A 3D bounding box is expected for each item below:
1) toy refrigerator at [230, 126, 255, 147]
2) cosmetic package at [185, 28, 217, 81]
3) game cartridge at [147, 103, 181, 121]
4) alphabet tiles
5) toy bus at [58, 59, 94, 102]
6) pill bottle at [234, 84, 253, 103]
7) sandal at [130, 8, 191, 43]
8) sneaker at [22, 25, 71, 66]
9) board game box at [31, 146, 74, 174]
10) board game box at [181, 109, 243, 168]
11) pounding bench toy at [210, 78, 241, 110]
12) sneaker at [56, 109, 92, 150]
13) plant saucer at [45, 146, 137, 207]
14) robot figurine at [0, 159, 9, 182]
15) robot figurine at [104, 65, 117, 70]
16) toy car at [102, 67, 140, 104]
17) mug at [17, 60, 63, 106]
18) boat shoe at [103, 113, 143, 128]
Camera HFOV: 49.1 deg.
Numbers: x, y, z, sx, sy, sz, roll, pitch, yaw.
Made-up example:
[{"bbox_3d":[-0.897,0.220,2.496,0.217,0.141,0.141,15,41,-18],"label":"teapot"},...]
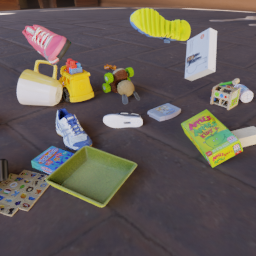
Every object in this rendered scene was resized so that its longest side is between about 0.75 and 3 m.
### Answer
[{"bbox_3d":[4.327,0.410,10.725,1.473,0.515,0.559,-13,34,-14],"label":"toy refrigerator"},{"bbox_3d":[1.537,-1.539,5.936,0.237,0.917,0.692,14,-15,-30],"label":"cosmetic package"},{"bbox_3d":[1.726,-0.736,12.948,1.422,0.295,0.947,-23,33,-34],"label":"game cartridge"},{"bbox_3d":[-3.350,1.925,8.570,1.516,0.058,1.822,10,31,15],"label":"alphabet tiles"},{"bbox_3d":[-2.843,-2.563,14.300,1.469,2.078,2.164,-21,35,-29],"label":"toy bus"},{"bbox_3d":[5.881,-1.826,14.413,0.654,0.654,1.202,-2,30,-3],"label":"pill bottle"},{"bbox_3d":[1.131,-3.791,10.753,2.496,0.992,1.087,10,-2,-28],"label":"sandal"},{"bbox_3d":[-3.026,-3.044,9.918,1.205,1.024,2.778,34,-2,-41],"label":"sneaker"},{"bbox_3d":[-2.416,1.167,9.612,1.387,0.312,1.055,15,33,24],"label":"board game box"},{"bbox_3d":[3.020,0.303,10.394,1.199,0.562,2.361,-30,33,3],"label":"board game box"},{"bbox_3d":[4.720,-1.822,13.610,1.134,1.454,0.903,27,40,37],"label":"pounding bench toy"},{"bbox_3d":[-2.224,0.019,10.888,0.876,1.026,2.328,-22,37,-34],"label":"sneaker"},{"bbox_3d":[-1.080,1.536,8.734,2.104,0.504,2.101,17,34,22],"label":"plant saucer"},{"bbox_3d":[-4.653,1.365,8.428,1.904,1.431,1.188,-5,46,-5],"label":"robot figurine"},{"bbox_3d":[-1.147,-4.023,18.599,0.807,0.235,0.585,14,35,22],"label":"robot figurine"},{"bbox_3d":[-0.193,-2.013,14.553,1.539,1.478,1.874,-21,65,-25],"label":"toy car"},{"bbox_3d":[-4.138,-2.001,13.479,1.741,2.121,1.698,12,30,4],"label":"mug"},{"bbox_3d":[-0.221,-0.395,12.023,1.690,0.606,0.573,0,30,-5],"label":"boat shoe"}]
